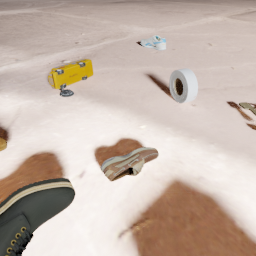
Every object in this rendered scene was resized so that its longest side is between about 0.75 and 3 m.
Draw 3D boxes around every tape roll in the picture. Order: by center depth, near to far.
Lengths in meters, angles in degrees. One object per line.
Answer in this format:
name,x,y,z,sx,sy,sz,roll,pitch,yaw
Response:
tape roll,1.764,-1.351,8.998,0.384,1.098,1.098,-14,34,-21

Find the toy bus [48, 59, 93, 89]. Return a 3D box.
toy bus,-2.166,-2.072,10.574,0.784,0.652,2.003,17,34,35

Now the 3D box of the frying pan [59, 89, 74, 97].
frying pan,-2.175,-1.300,9.871,0.505,0.136,0.834,-8,35,-14

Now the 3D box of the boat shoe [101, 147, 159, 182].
boat shoe,0.098,0.811,6.024,1.350,0.511,0.485,-18,57,-20

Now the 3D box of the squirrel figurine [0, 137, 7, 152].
squirrel figurine,-4.085,0.749,5.271,2.610,1.847,2.436,-12,41,7

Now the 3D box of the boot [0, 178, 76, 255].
boot,-1.602,1.803,4.120,2.231,0.864,1.543,-28,43,-17

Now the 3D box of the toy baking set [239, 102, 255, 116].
toy baking set,4.420,-0.177,7.868,2.537,0.295,1.947,11,30,17

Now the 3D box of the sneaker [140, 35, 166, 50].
sneaker,1.354,-4.602,14.876,1.626,0.657,0.622,23,40,35
